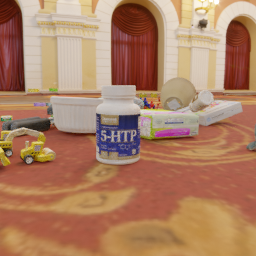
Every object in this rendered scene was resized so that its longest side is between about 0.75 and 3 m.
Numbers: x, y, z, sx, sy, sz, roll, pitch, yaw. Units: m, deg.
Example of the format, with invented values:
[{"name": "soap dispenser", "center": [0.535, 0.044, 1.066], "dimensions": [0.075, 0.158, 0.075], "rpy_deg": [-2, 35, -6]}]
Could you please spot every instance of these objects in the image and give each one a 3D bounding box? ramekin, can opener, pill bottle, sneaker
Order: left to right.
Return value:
[{"name": "can opener", "center": [-3.311, -0.326, 10.413], "dimensions": [0.784, 0.990, 2.978], "rpy_deg": [5, 15, 25]}, {"name": "ramekin", "center": [-1.513, -0.498, 10.036], "dimensions": [2.503, 1.166, 2.503], "rpy_deg": [3, 5, 0]}, {"name": "pill bottle", "center": [-0.215, -0.105, 6.217], "dimensions": [0.993, 1.660, 0.993], "rpy_deg": [0, 9, 0]}, {"name": "sneaker", "center": [-0.424, -1.022, 14.910], "dimensions": [2.854, 1.109, 1.997], "rpy_deg": [-5, 15, -7]}, {"name": "pill bottle", "center": [2.976, -1.054, 11.549], "dimensions": [0.645, 0.645, 1.128], "rpy_deg": [-2, -16, -14]}]

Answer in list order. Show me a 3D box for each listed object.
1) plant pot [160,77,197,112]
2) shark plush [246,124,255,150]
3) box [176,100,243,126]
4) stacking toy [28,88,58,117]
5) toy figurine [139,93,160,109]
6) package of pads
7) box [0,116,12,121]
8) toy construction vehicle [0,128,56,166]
[{"name": "plant pot", "center": [2.695, -1.584, 15.738], "dimensions": [2.119, 2.119, 2.262], "rpy_deg": [3, 22, 17]}, {"name": "shark plush", "center": [3.309, 0.295, 6.802], "dimensions": [0.762, 0.699, 1.678], "rpy_deg": [4, 9, 22]}, {"name": "box", "center": [3.623, -0.759, 12.870], "dimensions": [1.914, 0.505, 2.455], "rpy_deg": [-20, 15, -14]}, {"name": "stacking toy", "center": [-4.000, -1.154, 13.611], "dimensions": [0.480, 1.542, 2.045], "rpy_deg": [4, 9, 25]}, {"name": "toy figurine", "center": [0.759, -1.208, 17.151], "dimensions": [2.508, 1.323, 1.502], "rpy_deg": [0, -21, 10]}, {"name": "package of pads", "center": [0.923, -0.178, 9.567], "dimensions": [1.856, 0.819, 2.403], "rpy_deg": [-3, 8, -26]}, {"name": "box", "center": [-5.868, -0.470, 13.546], "dimensions": [0.505, 0.208, 0.860], "rpy_deg": [-3, 7, -21]}, {"name": "toy construction vehicle", "center": [-2.632, 0.415, 6.226], "dimensions": [1.797, 0.633, 1.564], "rpy_deg": [-5, 10, -28]}]
